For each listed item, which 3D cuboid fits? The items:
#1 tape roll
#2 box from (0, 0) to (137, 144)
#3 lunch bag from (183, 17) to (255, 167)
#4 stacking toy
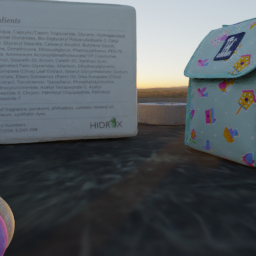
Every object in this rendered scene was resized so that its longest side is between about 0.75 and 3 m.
[{"bbox_3d":[1.181,-0.476,8.734,1.777,0.587,1.777,-1,8,0],"label":"tape roll"},{"bbox_3d":[-1.545,-1.157,6.283,2.957,2.533,2.943,-2,8,-15],"label":"box"},{"bbox_3d":[1.647,-0.564,3.987,1.194,1.959,1.669,-3,9,-21],"label":"lunch bag"},{"bbox_3d":[-0.748,0.610,1.007,0.451,0.451,1.056,-1,11,-10],"label":"stacking toy"}]
